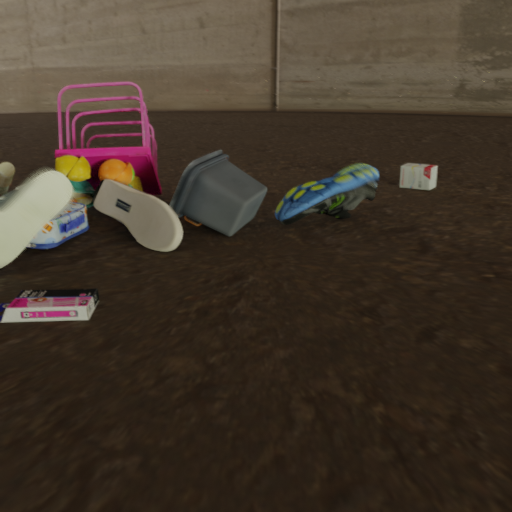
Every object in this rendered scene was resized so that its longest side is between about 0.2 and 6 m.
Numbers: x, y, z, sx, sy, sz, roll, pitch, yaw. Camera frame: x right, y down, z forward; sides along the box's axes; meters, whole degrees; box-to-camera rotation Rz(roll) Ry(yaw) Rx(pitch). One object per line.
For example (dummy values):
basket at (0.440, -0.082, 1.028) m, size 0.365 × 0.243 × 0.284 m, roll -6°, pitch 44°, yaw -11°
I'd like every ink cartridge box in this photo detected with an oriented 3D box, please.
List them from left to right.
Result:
ink cartridge box at (-2.822, 0.656, 7.423) m, size 1.334 × 0.247 × 0.632 m, roll -3°, pitch 19°, yaw -3°
ink cartridge box at (4.430, -2.177, 15.320) m, size 0.848 × 0.616 × 0.613 m, roll 11°, pitch 21°, yaw 31°

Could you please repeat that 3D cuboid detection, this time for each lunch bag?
lunch bag at (-4.001, -0.584, 10.478) m, size 1.424 × 0.672 × 1.777 m, roll 5°, pitch 18°, yaw 7°

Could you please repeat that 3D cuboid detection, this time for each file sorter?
file sorter at (-3.313, -2.588, 12.968) m, size 1.914 × 1.727 × 2.754 m, roll -4°, pitch -11°, yaw -5°

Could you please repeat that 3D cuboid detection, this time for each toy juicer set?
toy juicer set at (-4.102, -1.359, 11.818) m, size 3.377 × 0.919 × 2.149 m, roll -4°, pitch -11°, yaw -9°

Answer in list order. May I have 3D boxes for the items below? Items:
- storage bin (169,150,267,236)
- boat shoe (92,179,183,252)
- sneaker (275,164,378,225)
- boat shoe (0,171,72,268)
storage bin at (-0.712, -1.126, 11.341) m, size 1.318 × 1.428 × 1.963 m, roll 31°, pitch 24°, yaw 7°
boat shoe at (-1.989, -0.753, 10.710) m, size 2.415 × 0.902 × 1.120 m, roll 34°, pitch 11°, yaw 33°
sneaker at (1.561, -1.129, 11.758) m, size 2.443 × 1.012 × 0.866 m, roll -22°, pitch 32°, yaw -18°
boat shoe at (-4.033, -0.481, 9.017) m, size 2.407 × 0.876 × 0.744 m, roll -44°, pitch 24°, yaw -19°
